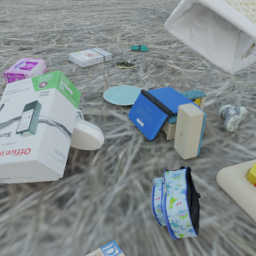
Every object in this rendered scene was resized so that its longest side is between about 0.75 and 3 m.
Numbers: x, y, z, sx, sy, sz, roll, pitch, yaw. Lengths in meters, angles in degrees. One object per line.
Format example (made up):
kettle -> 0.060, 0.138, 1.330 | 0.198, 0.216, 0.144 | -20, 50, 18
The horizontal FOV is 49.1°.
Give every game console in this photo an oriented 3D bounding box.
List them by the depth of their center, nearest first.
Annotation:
game console -> 0.998, -0.478, 8.389 | 1.007, 1.453, 1.702 | 19, 18, -33

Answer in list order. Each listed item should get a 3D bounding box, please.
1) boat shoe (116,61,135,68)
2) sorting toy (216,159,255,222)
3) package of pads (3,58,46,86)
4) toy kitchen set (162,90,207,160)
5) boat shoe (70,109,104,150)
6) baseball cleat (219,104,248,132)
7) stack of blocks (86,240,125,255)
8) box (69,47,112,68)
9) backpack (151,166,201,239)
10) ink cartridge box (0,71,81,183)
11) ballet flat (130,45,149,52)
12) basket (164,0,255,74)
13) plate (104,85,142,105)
boat shoe -> -0.097, -2.845, 12.553 | 0.883, 0.286, 0.323 | -7, 34, -11
sorting toy -> 3.705, 1.348, 6.024 | 2.658, 0.485, 2.460 | -14, 36, -19
package of pads -> -4.111, -2.264, 11.329 | 1.050, 0.660, 1.743 | 4, 34, 5
toy kitchen set -> 1.874, -0.480, 8.010 | 1.828, 1.344, 2.281 | -12, 36, -18
boat shoe -> -1.794, -0.197, 7.830 | 2.920, 1.051, 1.000 | 10, 53, 32
baseball cleat -> 3.086, -0.311, 8.607 | 0.820, 0.537, 1.540 | 18, 27, 35
stack of blocks -> -0.168, 2.689, 3.922 | 1.095, 0.557, 1.901 | -20, 38, -27
box -> -1.784, -3.378, 13.323 | 1.648, 0.339, 1.285 | -24, 40, -30
backpack -> 0.930, 1.482, 5.372 | 0.851, 1.060, 1.158 | -15, 32, 17
ink cartridge box -> -2.206, -0.010, 6.479 | 1.696, 0.977, 2.324 | -9, 56, 22
ballet flat -> 0.640, -4.161, 14.542 | 1.016, 0.345, 0.383 | 9, 22, 19
basket -> 2.401, -2.754, 7.006 | 2.364, 1.602, 1.458 | 30, 73, -10
plate -> -0.109, -1.131, 10.049 | 1.530, 0.195, 1.530 | -1, 34, 0
